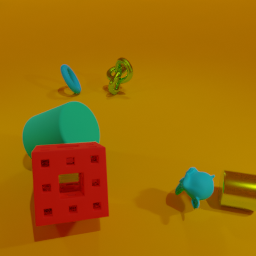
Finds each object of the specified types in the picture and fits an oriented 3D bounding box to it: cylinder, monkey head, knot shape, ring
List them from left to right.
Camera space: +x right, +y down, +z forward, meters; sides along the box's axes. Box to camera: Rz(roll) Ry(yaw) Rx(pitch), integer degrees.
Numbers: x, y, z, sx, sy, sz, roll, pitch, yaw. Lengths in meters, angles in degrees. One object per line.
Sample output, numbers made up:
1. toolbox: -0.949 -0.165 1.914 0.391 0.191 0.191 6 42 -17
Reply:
1. cylinder: -1.506 0.156 6.403 1.259 1.259 1.259 -16 17 32
2. ring: -2.236 -1.917 10.996 0.251 1.256 1.256 -27 27 8
3. knot shape: -0.378 -2.123 11.016 0.680 1.471 1.377 22 26 -24
4. monkey head: 1.267 1.142 5.332 0.602 0.719 1.000 37 41 12
5. cylinder: 2.193 1.220 5.509 0.710 0.710 0.710 7 29 13

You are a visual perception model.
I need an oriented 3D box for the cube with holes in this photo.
1. cube with holes: -1.035 0.897 4.983 1.152 1.152 1.152 -3 3 -15
